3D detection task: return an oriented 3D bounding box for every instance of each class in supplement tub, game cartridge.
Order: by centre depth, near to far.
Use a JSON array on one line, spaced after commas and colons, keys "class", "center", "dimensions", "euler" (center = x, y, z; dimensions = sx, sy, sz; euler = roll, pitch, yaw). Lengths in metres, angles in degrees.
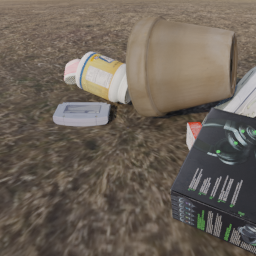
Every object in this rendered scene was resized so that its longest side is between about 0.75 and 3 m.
[{"class": "game cartridge", "center": [-1.332, -0.416, 8.220], "dimensions": [1.574, 0.327, 1.048], "euler": [1, 36, 2]}, {"class": "supplement tub", "center": [-0.634, -1.559, 8.856], "dimensions": [1.724, 1.247, 1.247], "euler": [24, 36, 13]}]

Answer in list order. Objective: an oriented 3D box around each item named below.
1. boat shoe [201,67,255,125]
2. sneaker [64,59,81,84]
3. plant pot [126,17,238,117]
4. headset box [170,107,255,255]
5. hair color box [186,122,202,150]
[{"class": "boat shoe", "center": [3.146, -0.616, 7.625], "dimensions": [2.757, 0.921, 1.014], "euler": [-44, 3, -16]}, {"class": "sneaker", "center": [-1.538, -2.251, 10.739], "dimensions": [1.834, 0.690, 0.959], "euler": [-7, 58, -5]}, {"class": "plant pot", "center": [1.518, -1.549, 7.207], "dimensions": [2.292, 2.641, 2.641], "euler": [5, 29, 27]}, {"class": "headset box", "center": [1.984, 0.865, 4.662], "dimensions": [2.267, 1.052, 1.974], "euler": [17, 54, 25]}, {"class": "hair color box", "center": [1.642, 0.379, 6.535], "dimensions": [0.345, 0.598, 1.078], "euler": [-3, 31, 2]}]
